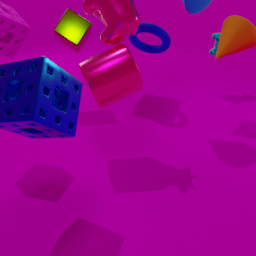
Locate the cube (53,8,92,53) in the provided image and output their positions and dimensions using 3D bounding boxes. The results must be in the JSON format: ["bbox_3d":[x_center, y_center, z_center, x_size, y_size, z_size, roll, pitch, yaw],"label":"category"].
[{"bbox_3d":[-1.625,-2.866,8.326,0.802,0.802,0.802,32,-5,-7],"label":"cube"}]

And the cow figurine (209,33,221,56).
[{"bbox_3d":[3.427,-3.028,9.643,1.146,1.165,0.639,-13,34,-27],"label":"cow figurine"}]

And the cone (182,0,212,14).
[{"bbox_3d":[1.409,-3.609,6.783,1.191,1.191,1.196,-23,55,-32],"label":"cone"}]

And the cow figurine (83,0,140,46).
[{"bbox_3d":[-0.126,-2.771,5.847,1.653,1.680,0.922,-29,-1,26],"label":"cow figurine"}]

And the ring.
[{"bbox_3d":[0.639,-2.670,8.416,1.313,1.313,0.263,11,74,18],"label":"ring"}]

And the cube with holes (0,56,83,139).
[{"bbox_3d":[-1.391,-0.399,4.288,0.927,0.927,0.927,-2,-17,26],"label":"cube with holes"}]

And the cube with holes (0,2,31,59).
[{"bbox_3d":[-2.682,-2.069,5.752,0.787,0.787,0.787,47,19,21],"label":"cube with holes"}]

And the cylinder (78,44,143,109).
[{"bbox_3d":[-0.372,-1.123,6.130,1.078,1.078,1.078,-27,35,-3],"label":"cylinder"}]

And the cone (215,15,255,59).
[{"bbox_3d":[2.729,-2.246,7.641,1.107,1.102,1.102,-47,47,-10],"label":"cone"}]
